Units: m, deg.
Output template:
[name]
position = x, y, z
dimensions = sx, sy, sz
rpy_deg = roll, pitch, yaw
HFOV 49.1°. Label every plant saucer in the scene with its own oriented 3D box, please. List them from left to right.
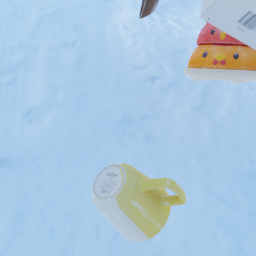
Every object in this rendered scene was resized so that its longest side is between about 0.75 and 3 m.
[plant saucer]
position = 0.758, -4.041, 7.274
dimensions = 0.384, 2.395, 2.395
rpy_deg = 12, 51, -5

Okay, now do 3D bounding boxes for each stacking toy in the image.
[stacking toy]
position = 2.030, -2.064, 5.723
dimensions = 1.629, 2.230, 1.629
rpy_deg = 2, 12, 0

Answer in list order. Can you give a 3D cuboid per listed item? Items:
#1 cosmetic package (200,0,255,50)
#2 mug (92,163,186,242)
[cosmetic package]
position = 1.739, -1.945, 3.997
dimensions = 1.170, 0.722, 1.174
rpy_deg = 20, 60, -19
[mug]
position = 0.081, 0.972, 4.246
dimensions = 1.261, 1.035, 1.010
rpy_deg = -38, 39, 3
